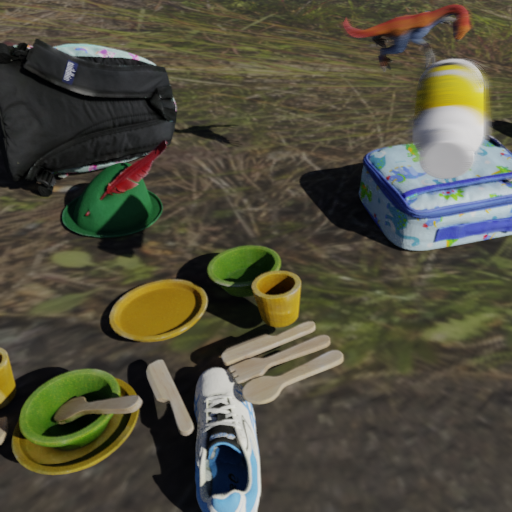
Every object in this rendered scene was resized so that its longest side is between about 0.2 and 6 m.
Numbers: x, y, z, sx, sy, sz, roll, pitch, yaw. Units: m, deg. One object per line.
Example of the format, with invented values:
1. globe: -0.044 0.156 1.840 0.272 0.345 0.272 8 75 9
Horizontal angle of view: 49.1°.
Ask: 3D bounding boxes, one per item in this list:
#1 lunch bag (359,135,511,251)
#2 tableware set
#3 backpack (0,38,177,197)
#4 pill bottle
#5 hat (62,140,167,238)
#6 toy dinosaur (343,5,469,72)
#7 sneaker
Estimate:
1. lunch bag: 3.666 -1.245 10.660 2.965 1.222 2.383 -9 42 -10
2. tableware set: -1.524 1.113 7.686 4.865 0.747 3.277 -19 33 -16
3. backpack: -3.610 -3.236 11.939 3.663 3.057 2.319 -14 36 -26
4. pill bottle: 1.871 -1.323 5.456 0.645 0.645 1.159 8 54 10
5. hat: -2.682 -1.611 10.487 2.210 1.946 1.831 -4 38 -5
6. toy dinosaur: 2.624 -3.712 9.299 1.749 1.587 0.918 6 76 -28
7. sneaker: -0.366 2.131 6.685 0.792 0.799 2.204 -6 37 -6
